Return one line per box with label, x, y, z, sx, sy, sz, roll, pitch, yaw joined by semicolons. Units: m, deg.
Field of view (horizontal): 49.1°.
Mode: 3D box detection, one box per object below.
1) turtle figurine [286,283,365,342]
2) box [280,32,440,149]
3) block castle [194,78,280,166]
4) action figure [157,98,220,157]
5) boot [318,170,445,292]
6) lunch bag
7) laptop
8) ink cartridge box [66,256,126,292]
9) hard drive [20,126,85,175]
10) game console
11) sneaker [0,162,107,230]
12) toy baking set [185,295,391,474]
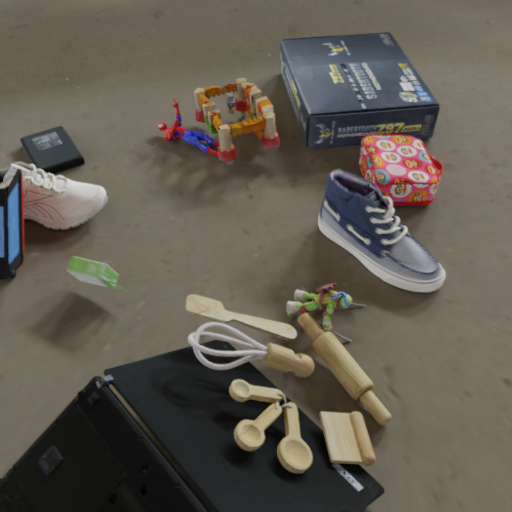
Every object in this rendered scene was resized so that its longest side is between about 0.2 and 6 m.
turtle figurine;1.045;0.873;8.656;0.992;1.023;0.736;2;65;30
box;2.219;-3.964;13.037;2.861;0.925;3.628;-6;46;-4
block castle;-0.434;-2.870;11.980;1.368;0.960;2.047;-18;46;-12
action figure;-1.408;-2.739;11.933;1.752;0.867;0.572;19;48;21
boot;2.086;-0.439;9.388;2.518;1.137;0.916;33;53;28
lunch bag;2.864;-1.716;10.975;1.511;0.703;1.715;-1;45;-2
laptop;-0.946;2.952;6.649;3.156;1.839;3.562;37;82;34
ink cartridge box;-2.495;0.291;8.907;0.887;0.460;0.263;12;69;18
hard drive;-4.305;-2.211;11.805;0.950;0.224;1.362;-23;50;-21
game console;-4.362;-0.480;9.146;1.391;0.958;1.614;-6;75;-5
sneaker;-3.971;-1.133;10.151;2.480;1.080;0.924;0;45;-1
toy baking set;0.392;1.471;7.391;2.347;0.356;3.058;-3;45;-39
